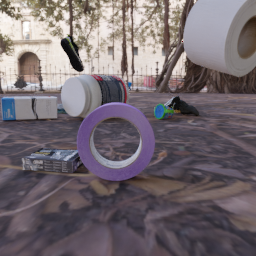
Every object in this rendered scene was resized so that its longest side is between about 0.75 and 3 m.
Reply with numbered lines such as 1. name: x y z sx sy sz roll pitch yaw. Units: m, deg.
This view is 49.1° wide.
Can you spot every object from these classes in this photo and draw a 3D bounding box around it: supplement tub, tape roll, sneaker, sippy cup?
1. supplement tub: -1.521 -1.551 13.551 2.021 2.021 2.880 8 12 41
2. tape roll: 2.578 -2.424 7.203 1.944 1.944 1.334 -7 26 -37
3. sneaker: 3.082 -0.910 14.548 1.416 0.643 0.538 37 -2 45
4. sneaker: -1.880 -2.701 10.077 0.496 1.384 0.573 -1 37 37
5. sippy cup: 1.688 -0.725 12.920 0.680 0.728 0.927 7 31 -36
6. sneaker: 1.917 -1.142 14.350 1.017 0.667 1.768 3 30 41
7. tape roll: -0.197 0.219 4.733 1.274 1.274 0.418 0 9 1

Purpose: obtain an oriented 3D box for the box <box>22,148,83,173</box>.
1. box: -1.409 0.621 5.478 1.002 0.249 0.790 2 10 11

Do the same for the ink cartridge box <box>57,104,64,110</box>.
1. ink cartridge box: -4.256 -1.226 16.417 1.490 0.323 1.463 -1 1 -6

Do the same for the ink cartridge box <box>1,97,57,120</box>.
1. ink cartridge box: -4.591 -0.968 13.161 2.373 0.999 1.716 -3 9 -19

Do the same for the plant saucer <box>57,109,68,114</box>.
1. plant saucer: -3.434 -0.927 15.635 1.247 0.171 1.247 0 10 0

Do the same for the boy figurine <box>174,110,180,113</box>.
1. boy figurine: 2.830 -1.141 15.444 1.312 0.423 0.816 7 -35 -25
